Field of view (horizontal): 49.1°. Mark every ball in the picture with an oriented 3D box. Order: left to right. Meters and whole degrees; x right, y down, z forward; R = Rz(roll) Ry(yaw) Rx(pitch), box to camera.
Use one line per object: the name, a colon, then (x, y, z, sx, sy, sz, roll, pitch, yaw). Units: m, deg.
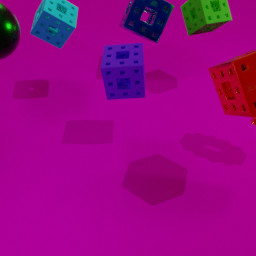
ball: (-2.599, -1.822, 5.227, 1.112, 1.112, 1.112, 0, 45, 0)

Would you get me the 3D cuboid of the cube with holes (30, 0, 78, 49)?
cube with holes: (-2.249, -3.302, 8.601, 0.999, 0.999, 0.999, 22, 51, -31)

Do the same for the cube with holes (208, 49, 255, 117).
cube with holes: (2.384, -0.908, 5.374, 1.045, 1.045, 1.045, -23, 7, -4)

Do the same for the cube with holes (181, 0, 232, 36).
cube with holes: (2.473, -3.663, 8.927, 0.993, 0.993, 0.993, -17, 3, -21)

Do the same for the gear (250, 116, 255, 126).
gear: (3.576, -0.850, 6.900, 1.731, 1.731, 0.320, 10, 10, 10)

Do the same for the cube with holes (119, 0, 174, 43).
cube with holes: (0.608, -3.971, 9.985, 1.325, 1.325, 1.325, 21, 16, -15)

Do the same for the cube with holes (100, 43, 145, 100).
cube with holes: (-0.086, -1.467, 7.280, 1.011, 1.011, 1.011, -3, 47, 5)
